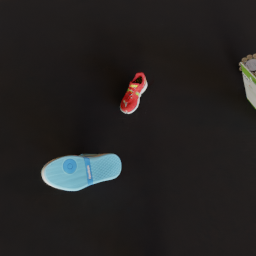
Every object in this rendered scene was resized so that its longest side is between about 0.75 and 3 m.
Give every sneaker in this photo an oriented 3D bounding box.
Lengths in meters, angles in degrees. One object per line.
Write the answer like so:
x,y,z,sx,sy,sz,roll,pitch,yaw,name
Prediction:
0.131,-1.108,8.521,0.555,0.612,1.441,16,64,17,sneaker
-1.257,0.996,6.548,1.944,1.269,0.773,2,83,-41,sneaker

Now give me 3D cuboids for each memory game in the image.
4.233,-2.115,9.455,0.937,0.060,0.937,-9,62,18,memory game

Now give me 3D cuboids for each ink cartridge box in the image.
3.855,-0.946,7.540,0.756,1.996,1.475,-32,56,11,ink cartridge box
